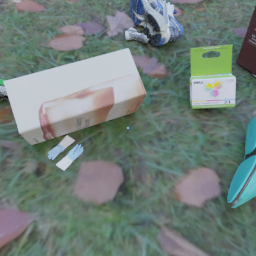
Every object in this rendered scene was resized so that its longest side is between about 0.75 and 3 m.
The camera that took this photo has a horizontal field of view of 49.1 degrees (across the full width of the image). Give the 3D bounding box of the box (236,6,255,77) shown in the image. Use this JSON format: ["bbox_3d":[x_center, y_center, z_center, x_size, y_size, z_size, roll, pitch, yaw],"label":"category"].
[{"bbox_3d":[4.517,-2.536,7.686,1.799,2.190,1.817,-29,56,-20],"label":"box"}]

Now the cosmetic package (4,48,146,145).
[{"bbox_3d":[-1.188,-0.704,6.692,2.867,1.482,1.251,-18,81,-11],"label":"cosmetic package"}]

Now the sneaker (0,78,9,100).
[{"bbox_3d":[-3.614,-0.895,7.598,1.744,0.680,0.743,8,61,17],"label":"sneaker"}]

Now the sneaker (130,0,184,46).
[{"bbox_3d":[0.947,-3.904,9.609,1.221,1.105,2.867,-12,62,-21],"label":"sneaker"}]

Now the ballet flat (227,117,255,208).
[{"bbox_3d":[2.957,0.795,6.220,0.867,0.830,2.464,28,60,4],"label":"ballet flat"}]

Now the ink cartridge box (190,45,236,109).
[{"bbox_3d":[2.151,-1.303,7.182,1.097,1.485,0.562,-2,21,10],"label":"ink cartridge box"}]

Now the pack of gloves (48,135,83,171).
[{"bbox_3d":[-1.516,0.553,6.769,0.657,0.154,0.782,32,60,20],"label":"pack of gloves"}]

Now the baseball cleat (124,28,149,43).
[{"bbox_3d":[0.237,-2.989,9.286,0.516,0.338,0.969,-34,51,-15],"label":"baseball cleat"}]
